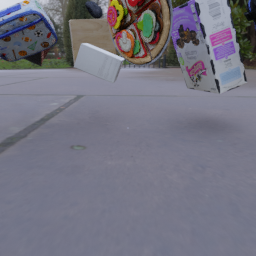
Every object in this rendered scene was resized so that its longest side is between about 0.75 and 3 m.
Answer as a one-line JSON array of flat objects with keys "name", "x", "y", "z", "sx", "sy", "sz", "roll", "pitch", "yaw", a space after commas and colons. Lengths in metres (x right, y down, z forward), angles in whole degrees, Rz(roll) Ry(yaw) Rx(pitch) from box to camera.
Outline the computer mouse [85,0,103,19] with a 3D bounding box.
[{"name": "computer mouse", "x": -1.173, "y": -3.845, "z": 8.379, "sx": 0.408, "sy": 1.392, "sz": 0.237, "roll": -28, "pitch": -13, "yaw": -21}]

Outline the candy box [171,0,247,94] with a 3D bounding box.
[{"name": "candy box", "x": 2.325, "y": -2.536, "z": 8.673, "sx": 0.969, "sy": 2.709, "sz": 2.272, "roll": -23, "pitch": 16, "yaw": -8}]

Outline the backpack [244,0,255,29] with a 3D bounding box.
[{"name": "backpack", "x": 3.992, "y": -2.837, "z": 6.314, "sx": 1.925, "sy": 2.104, "sz": 1.546, "roll": 43, "pitch": -15, "yaw": -34}]

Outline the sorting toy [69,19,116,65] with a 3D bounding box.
[{"name": "sorting toy", "x": -1.448, "y": -3.416, "z": 11.251, "sx": 1.758, "sy": 1.747, "sz": 0.612, "roll": -12, "pitch": 19, "yaw": -24}]

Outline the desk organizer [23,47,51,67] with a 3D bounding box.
[{"name": "desk organizer", "x": -3.479, "y": -2.879, "z": 8.191, "sx": 2.442, "sy": 0.940, "sz": 0.876, "roll": 23, "pitch": -28, "yaw": -7}]

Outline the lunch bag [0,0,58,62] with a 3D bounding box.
[{"name": "lunch bag", "x": -2.721, "y": -2.355, "z": 6.889, "sx": 1.695, "sy": 0.640, "sz": 1.358, "roll": -21, "pitch": -22, "yaw": 5}]

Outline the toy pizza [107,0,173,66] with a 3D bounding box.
[{"name": "toy pizza", "x": 0.140, "y": -2.779, "z": 7.134, "sx": 0.383, "sy": 2.420, "sz": 2.420, "roll": -22, "pitch": 25, "yaw": -36}]

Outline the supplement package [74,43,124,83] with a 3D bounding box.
[{"name": "supplement package", "x": -0.934, "y": -2.154, "z": 9.244, "sx": 1.401, "sy": 0.819, "sz": 0.822, "roll": 23, "pitch": 20, "yaw": -2}]
